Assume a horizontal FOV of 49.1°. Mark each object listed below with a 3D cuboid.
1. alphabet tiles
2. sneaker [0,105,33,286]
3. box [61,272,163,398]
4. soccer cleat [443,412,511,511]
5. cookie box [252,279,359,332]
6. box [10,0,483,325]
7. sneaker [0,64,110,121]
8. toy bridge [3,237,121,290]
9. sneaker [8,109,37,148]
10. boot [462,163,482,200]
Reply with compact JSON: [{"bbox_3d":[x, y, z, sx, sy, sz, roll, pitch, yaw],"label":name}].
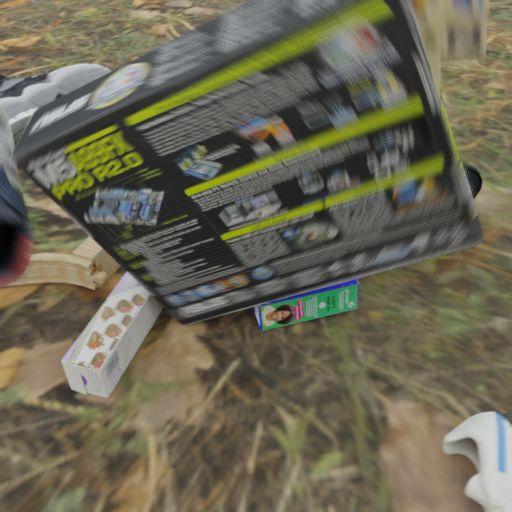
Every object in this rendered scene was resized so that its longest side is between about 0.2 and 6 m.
[{"bbox_3d":[1.342,-3.128,7.096,2.976,2.477,0.094,3,-2,21],"label":"alphabet tiles"},{"bbox_3d":[-2.777,-0.807,5.513,0.915,2.442,1.032,-20,28,-15],"label":"sneaker"},{"bbox_3d":[-1.574,0.647,7.261,0.507,0.543,2.622,10,39,12],"label":"box"},{"bbox_3d":[2.458,2.288,5.099,0.833,0.674,1.929,-18,35,-9],"label":"soccer cleat"},{"bbox_3d":[0.558,0.325,7.601,1.349,0.507,1.154,-13,41,-7],"label":"cookie box"},{"bbox_3d":[0.038,-0.828,5.877,3.878,3.106,0.858,-18,43,23],"label":"box"},{"bbox_3d":[-4.769,-3.543,12.130,1.829,1.213,3.214,29,49,30],"label":"sneaker"},{"bbox_3d":[-4.150,-0.240,8.342,4.545,0.619,1.528,15,43,18],"label":"toy bridge"},{"bbox_3d":[-3.638,-2.269,10.767,2.538,0.985,1.158,-23,47,-25],"label":"sneaker"},{"bbox_3d":[2.559,-0.699,8.732,2.152,0.822,1.808,-2,33,8],"label":"boot"}]
